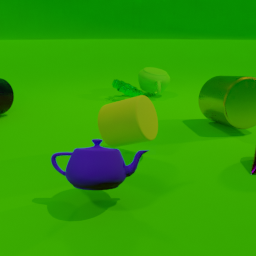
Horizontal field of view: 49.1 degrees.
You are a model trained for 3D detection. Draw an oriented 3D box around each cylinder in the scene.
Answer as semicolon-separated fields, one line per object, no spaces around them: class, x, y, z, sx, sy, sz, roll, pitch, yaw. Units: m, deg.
cylinder;2.741;-0.717;7.405;1.295;1.295;1.295;-5;13;-14
cylinder;-4.171;-0.963;8.193;1.138;1.138;1.138;5;4;14
cylinder;0.010;-0.119;5.611;0.903;0.903;0.903;-11;12;30

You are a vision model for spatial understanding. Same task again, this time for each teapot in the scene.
teapot;0.986;-1.848;11.237;1.284;1.011;2.064;3;28;-13
teapot;-0.410;0.514;4.096;1.435;0.703;0.892;1;-1;1

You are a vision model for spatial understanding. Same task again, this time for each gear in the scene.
gear;-0.019;-1.491;10.732;1.220;0.226;1.220;24;18;-8

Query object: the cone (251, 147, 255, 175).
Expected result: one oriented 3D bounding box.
cone;2.562;0.593;5.235;0.863;0.860;0.860;-38;33;-18
